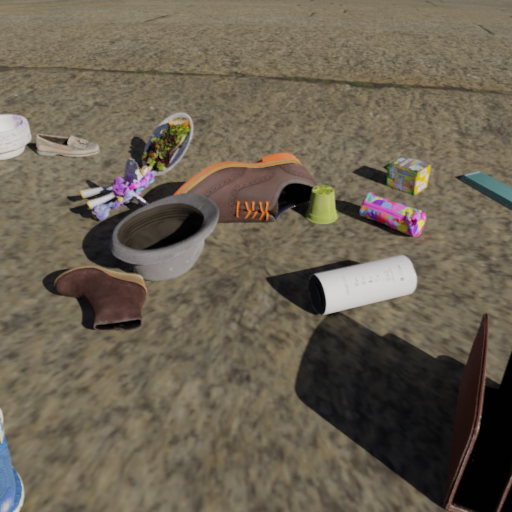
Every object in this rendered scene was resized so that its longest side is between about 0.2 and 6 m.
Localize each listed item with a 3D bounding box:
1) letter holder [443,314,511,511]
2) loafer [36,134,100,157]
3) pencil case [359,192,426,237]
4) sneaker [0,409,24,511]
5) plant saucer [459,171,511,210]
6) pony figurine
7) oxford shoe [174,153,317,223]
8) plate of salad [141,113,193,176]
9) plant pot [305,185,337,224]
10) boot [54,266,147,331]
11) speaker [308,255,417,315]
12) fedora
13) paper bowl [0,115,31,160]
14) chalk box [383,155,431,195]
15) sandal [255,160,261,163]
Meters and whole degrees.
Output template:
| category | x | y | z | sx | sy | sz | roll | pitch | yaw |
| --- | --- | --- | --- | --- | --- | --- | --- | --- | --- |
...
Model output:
| category | x | y | z | sx | sy | sz | roll | pitch | yaw |
| --- | --- | --- | --- | --- | --- | --- | --- | --- | --- |
| letter holder | 3.248 | 2.012 | 7.176 | 1.143 | 1.615 | 2.273 | 13 | 35 | 18 |
| loafer | -5.413 | -3.181 | 16.008 | 1.783 | 0.561 | 0.641 | 0 | 33 | 0 |
| pencil case | 3.047 | -0.934 | 12.514 | 1.505 | 0.665 | 0.665 | 25 | 41 | 37 |
| sneaker | -3.656 | 2.382 | 7.074 | 0.987 | 1.120 | 2.512 | -18 | 38 | -25 |
| plant saucer | 6.056 | -1.650 | 14.049 | 0.704 | 0.191 | 2.013 | -14 | 35 | -20 |
| pony figurine | -3.038 | -1.505 | 12.974 | 1.809 | 1.507 | 1.746 | -29 | 32 | -14 |
| oxford shoe | -0.219 | -1.341 | 12.631 | 3.684 | 1.311 | 1.336 | -23 | 50 | -25 |
| plate of salad | -2.432 | -3.012 | 14.881 | 0.457 | 1.902 | 1.902 | 30 | 7 | -46 |
| plant pot | 1.517 | -1.221 | 12.915 | 0.763 | 0.702 | 0.763 | -1 | 33 | 0 |
| boot | -2.812 | 0.777 | 9.953 | 1.697 | 0.614 | 1.411 | -1 | 32 | -7 |
| speaker | 1.928 | 0.522 | 10.211 | 1.879 | 0.763 | 0.763 | -12 | 35 | -17 |
| fedora | -1.751 | -0.261 | 11.172 | 1.968 | 1.005 | 2.226 | 27 | 50 | 38 |
| paper bowl | -7.305 | -3.315 | 15.902 | 1.727 | 0.898 | 1.727 | 0 | 33 | 0 |
| chalk box | 3.760 | -2.089 | 14.270 | 1.085 | 0.671 | 0.675 | 27 | 43 | 36 |
| sandal | 0.142 | -2.273 | 14.696 | 2.175 | 0.490 | 0.817 | 12 | 35 | 17 |
